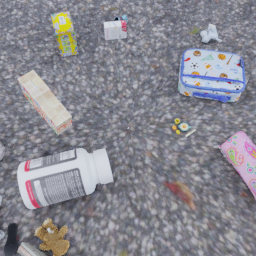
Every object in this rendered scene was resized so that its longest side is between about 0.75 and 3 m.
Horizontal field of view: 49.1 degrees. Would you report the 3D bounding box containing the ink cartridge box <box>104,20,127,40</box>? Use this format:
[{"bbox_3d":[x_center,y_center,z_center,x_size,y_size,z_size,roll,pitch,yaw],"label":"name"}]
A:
[{"bbox_3d":[-0.612,-4.712,13.498,1.049,0.774,0.449,-6,59,-4],"label":"ink cartridge box"}]

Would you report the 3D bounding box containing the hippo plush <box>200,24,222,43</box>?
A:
[{"bbox_3d":[3.871,-4.431,13.501,0.770,0.763,0.957,-27,104,4],"label":"hippo plush"}]

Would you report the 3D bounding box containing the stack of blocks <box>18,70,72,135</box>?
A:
[{"bbox_3d":[-2.590,-0.739,8.883,0.570,1.121,1.946,-38,81,-20],"label":"stack of blocks"}]

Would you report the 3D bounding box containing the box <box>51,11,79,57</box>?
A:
[{"bbox_3d":[-2.889,-4.299,12.901,0.862,1.361,1.413,-13,59,-8],"label":"box"}]

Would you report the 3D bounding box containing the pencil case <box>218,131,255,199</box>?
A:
[{"bbox_3d":[4.281,1.392,9.663,1.158,1.158,2.649,-22,61,-13],"label":"pencil case"}]

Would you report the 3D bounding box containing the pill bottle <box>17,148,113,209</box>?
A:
[{"bbox_3d":[-1.988,1.557,9.248,2.823,1.563,1.563,-13,60,-7],"label":"pill bottle"}]

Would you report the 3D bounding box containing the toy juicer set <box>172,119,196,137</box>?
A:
[{"bbox_3d":[2.147,0.035,10.944,0.892,0.243,0.568,30,63,16],"label":"toy juicer set"}]

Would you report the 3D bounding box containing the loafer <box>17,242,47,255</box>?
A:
[{"bbox_3d":[-2.345,4.266,8.085,2.402,0.864,0.755,30,70,14],"label":"loafer"}]

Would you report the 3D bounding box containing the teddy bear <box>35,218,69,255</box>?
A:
[{"bbox_3d":[-2.357,3.464,8.824,1.343,0.448,0.974,18,53,20],"label":"teddy bear"}]

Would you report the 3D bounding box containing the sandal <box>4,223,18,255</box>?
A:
[{"bbox_3d":[-3.656,3.549,8.864,0.405,0.243,1.079,-6,44,-10],"label":"sandal"}]

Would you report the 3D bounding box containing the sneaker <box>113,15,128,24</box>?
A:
[{"bbox_3d":[-0.410,-5.351,13.996,0.480,0.579,1.212,32,64,18],"label":"sneaker"}]

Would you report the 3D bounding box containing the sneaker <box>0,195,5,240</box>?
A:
[{"bbox_3d":[-4.294,3.017,8.949,0.938,0.613,1.632,20,66,11],"label":"sneaker"}]

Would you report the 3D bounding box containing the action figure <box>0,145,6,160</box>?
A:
[{"bbox_3d":[-5.845,0.788,10.134,2.800,1.514,2.895,0,34,-8],"label":"action figure"}]

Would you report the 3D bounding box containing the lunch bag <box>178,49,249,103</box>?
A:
[{"bbox_3d":[3.572,-2.195,11.843,2.799,1.057,2.243,8,61,6],"label":"lunch bag"}]
